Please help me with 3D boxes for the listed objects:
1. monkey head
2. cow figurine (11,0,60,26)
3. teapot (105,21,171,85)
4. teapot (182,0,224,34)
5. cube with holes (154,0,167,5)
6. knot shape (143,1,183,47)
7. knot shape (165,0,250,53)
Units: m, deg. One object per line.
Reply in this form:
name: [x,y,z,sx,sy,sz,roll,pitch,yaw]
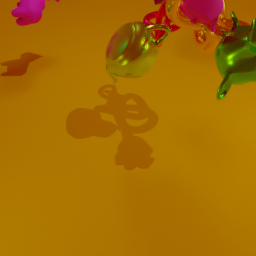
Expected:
monkey head: [1.837,-1.263,4.514,0.976,1.165,1.619,6,81,37]
cow figurine: [-2.566,-3.622,8.031,1.393,0.777,1.416,-7,69,-1]
teapot: [0.098,-1.565,6.028,0.961,1.962,1.220,26,47,-35]
teapot: [1.262,-2.030,4.789,1.136,0.556,0.706,21,9,-39]
cube with holes: [1.306,-4.425,8.623,0.873,0.873,0.873,-27,15,-39]
knot shape: [0.802,-2.567,6.744,0.501,1.085,1.015,16,24,-45]
knot shape: [1.728,-2.157,5.745,1.688,1.804,0.833,39,96,30]
